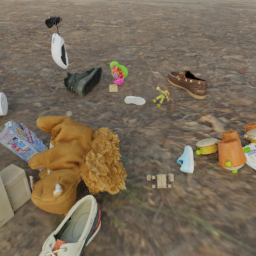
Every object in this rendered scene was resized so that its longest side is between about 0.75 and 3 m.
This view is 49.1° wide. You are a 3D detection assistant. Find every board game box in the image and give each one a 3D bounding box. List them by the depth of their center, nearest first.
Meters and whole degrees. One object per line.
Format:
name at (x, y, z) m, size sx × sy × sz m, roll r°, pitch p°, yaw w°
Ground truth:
board game box at (-3.336, 0.370, 8.888) m, size 0.535 × 1.734 × 1.735 m, roll -43°, pitch 41°, yaw 2°

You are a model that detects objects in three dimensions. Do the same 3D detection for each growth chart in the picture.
growth chart at (4.631, 1.131, 9.114) m, size 1.542 × 0.189 × 2.131 m, roll -22°, pitch 40°, yaw -32°

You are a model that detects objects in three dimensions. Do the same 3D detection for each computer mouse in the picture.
computer mouse at (-2.711, -3.187, 10.646) m, size 0.436 × 1.988 × 1.090 m, roll -24°, pitch 31°, yaw -32°

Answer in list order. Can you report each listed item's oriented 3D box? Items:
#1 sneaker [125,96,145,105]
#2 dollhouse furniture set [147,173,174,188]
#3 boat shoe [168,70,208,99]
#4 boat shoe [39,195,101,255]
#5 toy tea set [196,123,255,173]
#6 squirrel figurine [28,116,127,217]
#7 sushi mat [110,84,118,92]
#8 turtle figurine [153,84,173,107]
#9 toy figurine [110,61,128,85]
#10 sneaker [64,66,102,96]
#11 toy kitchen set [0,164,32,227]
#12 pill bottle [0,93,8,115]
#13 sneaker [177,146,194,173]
sneaker at (0.338, -1.284, 12.629) m, size 0.946 × 0.361 × 0.381 m, roll 10°, pitch 26°, yaw 13°
dollhouse furniture set at (0.956, 1.575, 8.359) m, size 0.768 × 0.398 × 0.340 m, roll -2°, pitch -6°, yaw -2°
boat shoe at (2.930, -2.382, 13.747) m, size 0.941 × 0.940 × 2.673 m, roll -21°, pitch 37°, yaw -25°
boat shoe at (-1.408, 2.657, 6.216) m, size 0.944 × 0.830 × 2.652 m, roll 16°, pitch 38°, yaw 19°
toy tea set at (3.808, 0.666, 9.404) m, size 2.878 × 1.065 × 1.711 m, roll -17°, pitch 7°, yaw -18°
squirrel figurine at (-1.387, 1.117, 7.717) m, size 2.693 × 1.906 × 2.514 m, roll -1°, pitch 40°, yaw 3°
sushi mat at (-0.719, -1.974, 13.910) m, size 0.395 × 0.050 × 0.825 m, roll -2°, pitch 34°, yaw -3°
turtle figurine at (1.559, -1.357, 12.402) m, size 0.868 × 1.077 × 0.347 m, roll -50°, pitch 25°, yaw -18°
toy figurine at (-0.512, -2.667, 14.116) m, size 0.842 × 1.122 × 1.033 m, roll -24°, pitch 36°, yaw 20°
sneaker at (-2.258, -2.504, 13.898) m, size 1.413 × 0.943 × 2.466 m, roll 18°, pitch 43°, yaw 15°
toy kitchen set at (-4.303, 1.396, 6.944) m, size 2.328 × 2.105 × 2.581 m, roll 19°, pitch 38°, yaw 26°
pill bottle at (-6.133, -0.890, 11.156) m, size 2.326 × 1.270 × 1.270 m, roll -4°, pitch 34°, yaw -6°
sneaker at (1.853, 0.969, 9.122) m, size 0.475 × 0.429 × 1.160 m, roll 6°, pitch 33°, yaw 2°
